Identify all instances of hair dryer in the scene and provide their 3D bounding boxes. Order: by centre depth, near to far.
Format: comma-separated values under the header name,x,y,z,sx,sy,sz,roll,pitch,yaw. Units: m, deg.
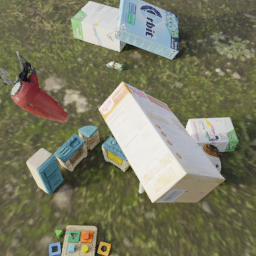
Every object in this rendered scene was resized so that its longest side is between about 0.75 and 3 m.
name,x,y,z,sx,sy,sz,roll,pitch,yaw
hair dryer,-2.417,-1.100,7.324,2.408,0.654,1.834,53,24,-4

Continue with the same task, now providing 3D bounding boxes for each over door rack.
name,x,y,z,sx,sy,sz,roll,pitch,yaw
over door rack,-0.392,-3.427,10.097,0.673,0.303,0.911,-34,18,3

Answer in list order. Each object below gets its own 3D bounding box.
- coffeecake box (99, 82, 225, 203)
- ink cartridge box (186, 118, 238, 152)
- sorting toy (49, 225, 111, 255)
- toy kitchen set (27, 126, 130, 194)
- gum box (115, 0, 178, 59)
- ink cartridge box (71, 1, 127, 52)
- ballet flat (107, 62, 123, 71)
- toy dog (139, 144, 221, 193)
name,x,y,z,sx,sy,sz,roll,pitch,yaw
coffeecake box,0.756,0.363,6.473,0.948,1.992,2.595,-46,55,21
ink cartridge box,2.860,0.244,9.690,1.487,0.624,1.077,-2,51,-2
sorting toy,-1.314,3.133,7.640,1.689,0.230,0.951,1,51,1
toy kitchen set,-1.289,1.046,8.509,2.008,1.477,2.507,29,57,21
gum box,0.916,-4.617,12.705,2.839,0.632,2.412,16,58,-18
ink cartridge box,-1.114,-4.915,13.492,2.559,1.120,1.859,19,54,14
ballet flat,-0.573,-2.771,12.326,0.825,0.306,0.306,18,54,14
toy dog,1.618,1.133,8.585,2.346,1.637,2.274,8,20,7
